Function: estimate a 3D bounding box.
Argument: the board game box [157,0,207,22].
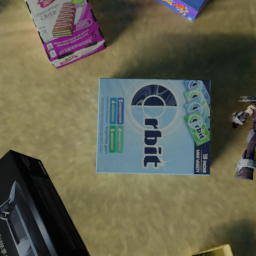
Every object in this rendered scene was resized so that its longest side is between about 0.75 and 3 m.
[{"bbox_3d":[1.753,-4.517,7.563,1.794,0.597,2.668,33,86,3],"label":"board game box"}]

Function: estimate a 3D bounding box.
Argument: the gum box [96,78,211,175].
[{"bbox_3d":[0.641,-0.029,7.186,2.816,0.627,2.393,2,85,0],"label":"gum box"}]

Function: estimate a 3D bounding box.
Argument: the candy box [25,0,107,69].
[{"bbox_3d":[-1.692,-2.925,7.393,1.535,0.686,2.251,-23,85,-1],"label":"candy box"}]

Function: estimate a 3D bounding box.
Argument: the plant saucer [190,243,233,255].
[{"bbox_3d":[2.182,3.545,7.094,1.061,0.257,1.061,-15,85,-1],"label":"plant saucer"}]

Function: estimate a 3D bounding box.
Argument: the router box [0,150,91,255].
[{"bbox_3d":[-1.621,2.003,3.713,2.141,0.711,2.724,-41,59,6],"label":"router box"}]

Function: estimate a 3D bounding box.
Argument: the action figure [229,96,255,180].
[{"bbox_3d":[3.345,0.144,7.125,1.567,0.836,2.409,10,82,8],"label":"action figure"}]
